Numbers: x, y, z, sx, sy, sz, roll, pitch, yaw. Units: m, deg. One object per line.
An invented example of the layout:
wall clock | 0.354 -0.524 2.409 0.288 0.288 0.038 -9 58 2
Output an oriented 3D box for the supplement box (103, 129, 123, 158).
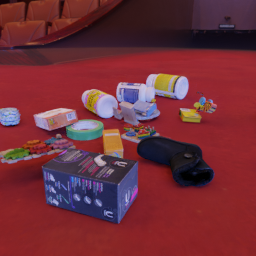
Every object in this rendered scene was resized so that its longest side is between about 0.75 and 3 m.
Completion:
supplement box | -0.491 0.587 8.849 0.588 0.569 1.710 -3 20 -8

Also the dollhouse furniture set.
dollhouse furniture set | 0.261 -1.024 11.760 1.360 0.940 1.441 23 55 36

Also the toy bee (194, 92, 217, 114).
toy bee | 3.196 -0.885 11.741 0.949 0.788 1.450 22 22 2

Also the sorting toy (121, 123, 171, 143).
sorting toy | 0.509 0.181 10.223 2.152 0.364 1.038 16 26 35

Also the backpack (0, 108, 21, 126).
backpack | -4.885 -0.475 11.557 0.887 0.836 1.088 -2 35 -25

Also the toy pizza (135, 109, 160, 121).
toy pizza | 0.589 -0.608 12.458 1.661 0.263 1.661 -2 20 1

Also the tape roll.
tape roll | -1.620 0.053 10.599 1.395 0.335 1.395 0 20 0

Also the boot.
boot | 1.224 0.881 7.738 2.025 0.774 1.702 7 17 2

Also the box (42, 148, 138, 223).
box | -0.833 1.249 6.449 1.892 1.003 1.156 8 22 21

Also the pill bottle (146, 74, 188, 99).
pill bottle | 2.175 -2.399 15.826 2.167 1.238 1.238 17 26 36

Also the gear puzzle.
gear puzzle | -2.740 0.540 7.333 2.482 0.325 1.286 -12 13 -32

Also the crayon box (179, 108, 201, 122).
crayon box | 2.677 -0.527 12.117 0.751 0.301 1.184 5 20 0

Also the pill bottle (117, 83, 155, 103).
pill bottle | 0.411 -1.803 14.563 1.831 1.016 1.016 7 22 18

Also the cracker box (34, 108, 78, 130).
cracker box | -2.841 -0.377 10.935 1.163 0.501 1.737 -20 16 -31

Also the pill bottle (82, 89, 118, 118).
pill bottle | -1.384 -1.189 12.898 1.032 1.032 1.979 -13 24 -31
